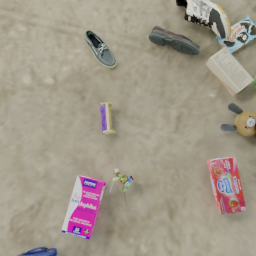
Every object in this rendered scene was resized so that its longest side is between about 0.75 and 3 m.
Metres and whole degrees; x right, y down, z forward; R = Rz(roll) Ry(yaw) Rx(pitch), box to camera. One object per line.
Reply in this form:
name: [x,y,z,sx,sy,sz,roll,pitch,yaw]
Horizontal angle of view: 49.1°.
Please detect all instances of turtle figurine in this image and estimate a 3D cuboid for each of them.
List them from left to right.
turtle figurine: [-0.356,2.055,10.462,0.771,1.038,1.071,22,102,-25]

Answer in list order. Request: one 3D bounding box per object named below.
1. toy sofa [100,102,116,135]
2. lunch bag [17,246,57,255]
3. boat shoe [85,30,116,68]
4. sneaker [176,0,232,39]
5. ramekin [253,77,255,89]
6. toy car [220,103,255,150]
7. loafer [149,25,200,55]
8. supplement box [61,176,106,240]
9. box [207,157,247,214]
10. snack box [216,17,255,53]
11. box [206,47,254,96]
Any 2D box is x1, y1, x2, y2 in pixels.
toy sofa: [-0.868,-0.374,11.122,0.608,0.516,1.246,-8,79,14]
lunch bag: [-3.256,4.879,10.019,1.647,1.119,1.090,-9,81,-1]
boat shoe: [-1.176,-3.304,11.661,0.676,0.573,1.856,-38,83,-6]
sneaker: [3.078,-4.667,11.675,1.313,1.133,2.996,-31,68,6]
ramekin: [5.572,-1.881,11.477,0.855,0.417,0.855,0,76,-1]
toy car: [4.757,-0.148,10.721,2.137,1.686,1.756,21,91,15]
loafer: [1.992,-3.719,11.660,2.212,0.795,0.696,20,75,5]
supplement box: [-1.603,2.885,10.396,1.041,1.063,2.057,14,79,2]
box: [3.645,2.099,10.438,0.935,0.976,1.958,-11,84,7]
snack box: [4.683,-3.924,11.906,1.613,0.299,0.937,-32,82,-5]
box: [4.117,-2.295,11.429,0.850,0.696,1.790,-36,82,-6]
